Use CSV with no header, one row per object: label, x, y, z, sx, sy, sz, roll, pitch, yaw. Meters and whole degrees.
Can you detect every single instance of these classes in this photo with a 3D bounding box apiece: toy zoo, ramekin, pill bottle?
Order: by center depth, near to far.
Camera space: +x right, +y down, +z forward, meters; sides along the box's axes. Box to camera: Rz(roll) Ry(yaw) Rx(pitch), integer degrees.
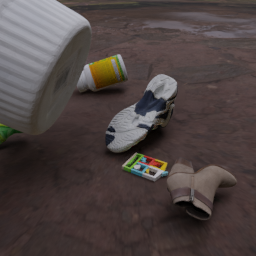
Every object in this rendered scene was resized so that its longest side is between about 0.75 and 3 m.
ramekin,-1.786,-1.191,5.432,1.333,2.735,2.735,25,31,-2
toy zoo,0.423,0.837,5.981,0.930,0.095,0.610,16,33,26
pill bottle,-0.939,-1.813,9.595,1.709,0.949,0.949,-18,31,-1

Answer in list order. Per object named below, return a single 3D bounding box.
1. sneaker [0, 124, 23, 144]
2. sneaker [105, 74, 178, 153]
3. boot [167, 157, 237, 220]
sneaker,-3.108,0.081,6.655,1.719,0.718,0.637,-10,41,-25
sneaker,0.439,-0.141,7.039,0.892,1.454,2.235,31,78,24
boot,1.301,1.081,4.792,1.407,0.494,1.029,18,40,-7
